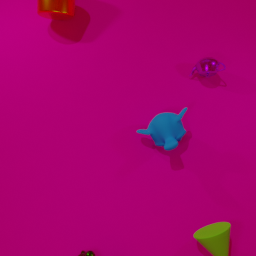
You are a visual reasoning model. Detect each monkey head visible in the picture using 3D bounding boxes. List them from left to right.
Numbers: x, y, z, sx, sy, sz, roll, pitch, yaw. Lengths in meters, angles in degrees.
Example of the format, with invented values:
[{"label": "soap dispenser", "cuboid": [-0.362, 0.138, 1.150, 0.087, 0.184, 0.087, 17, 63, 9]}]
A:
[{"label": "monkey head", "cuboid": [1.075, 0.083, 7.912, 1.600, 1.151, 0.964, -26, 101, 13]}]

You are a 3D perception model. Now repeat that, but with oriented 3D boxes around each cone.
[{"label": "cone", "cuboid": [2.217, 2.934, 6.810, 0.938, 0.938, 0.942, -20, 82, -8]}]

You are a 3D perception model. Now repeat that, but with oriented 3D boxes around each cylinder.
[{"label": "cylinder", "cuboid": [-2.414, -4.417, 9.469, 1.247, 1.247, 1.247, 4, 99, 2]}]

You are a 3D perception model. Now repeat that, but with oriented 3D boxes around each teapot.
[{"label": "teapot", "cuboid": [2.513, -1.891, 8.979, 1.195, 0.743, 0.585, -2, 81, 27]}]

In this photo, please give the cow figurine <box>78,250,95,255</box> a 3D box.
[{"label": "cow figurine", "cuboid": [-0.658, 3.438, 6.696, 1.256, 1.276, 0.701, -4, 40, 17]}]
